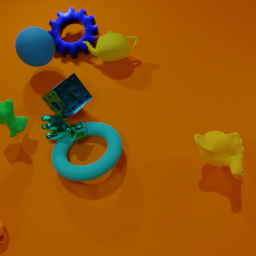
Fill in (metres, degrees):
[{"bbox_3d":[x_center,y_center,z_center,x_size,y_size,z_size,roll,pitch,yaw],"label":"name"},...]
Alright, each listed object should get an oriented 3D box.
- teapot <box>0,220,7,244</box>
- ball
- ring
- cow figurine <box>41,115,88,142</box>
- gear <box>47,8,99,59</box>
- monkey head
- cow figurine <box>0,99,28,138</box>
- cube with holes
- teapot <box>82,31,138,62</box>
[{"bbox_3d":[-3.395,2.397,6.609,1.180,0.734,0.578,37,86,-18],"label":"teapot"},{"bbox_3d":[-2.896,-2.531,8.783,1.207,1.207,1.207,0,59,0],"label":"ball"},{"bbox_3d":[-1.118,0.590,7.629,1.962,0.392,1.962,-7,45,7],"label":"ring"},{"bbox_3d":[-1.770,-0.017,7.819,1.118,0.624,1.136,-8,32,-27],"label":"cow figurine"},{"bbox_3d":[-1.952,-3.365,9.943,1.798,0.333,1.798,-1,78,4],"label":"gear"},{"bbox_3d":[2.324,0.696,6.993,1.043,1.731,1.246,-14,55,31],"label":"monkey head"},{"bbox_3d":[-3.334,-0.288,7.492,1.200,1.180,0.658,14,56,-10],"label":"cow figurine"},{"bbox_3d":[-1.772,-0.890,8.133,0.877,0.877,0.877,53,54,-15],"label":"cube with holes"},{"bbox_3d":[-0.589,-2.765,9.416,1.886,1.173,0.924,-9,92,1],"label":"teapot"}]
